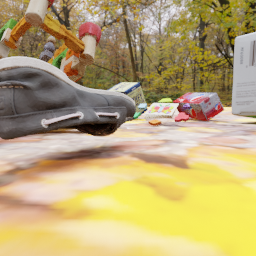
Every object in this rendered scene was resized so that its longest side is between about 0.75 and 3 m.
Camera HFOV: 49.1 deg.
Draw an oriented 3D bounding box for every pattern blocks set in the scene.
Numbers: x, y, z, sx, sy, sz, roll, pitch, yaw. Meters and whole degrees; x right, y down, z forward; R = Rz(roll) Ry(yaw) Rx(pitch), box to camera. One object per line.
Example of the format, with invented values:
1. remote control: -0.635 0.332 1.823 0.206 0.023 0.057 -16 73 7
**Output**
1. pattern blocks set: 0.962 -0.497 8.010 1.591 0.129 1.398 -5 32 17

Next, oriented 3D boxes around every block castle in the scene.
1. block castle: -1.918 -1.687 5.955 2.536 1.190 1.695 -25 -41 35

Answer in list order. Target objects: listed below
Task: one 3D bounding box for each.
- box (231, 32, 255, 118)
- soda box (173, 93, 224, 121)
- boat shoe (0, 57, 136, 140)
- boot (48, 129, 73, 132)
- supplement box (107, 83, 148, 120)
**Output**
1. box: 4.832 -1.517 8.382 2.187 2.553 2.540 2 1 -37
2. soda box: 2.599 -0.846 10.635 0.807 0.731 2.306 -32 13 -7
3. boat shoe: -0.578 -0.128 3.285 0.793 0.676 2.371 -10 -10 25
4. boot: -1.438 -0.171 5.818 1.159 0.543 1.491 -1 1 25
5. supplement box: -0.024 -1.079 10.922 0.790 1.176 1.177 -36 30 -33
